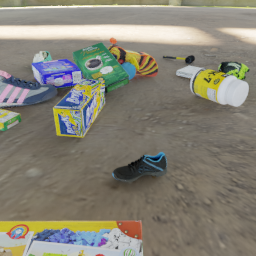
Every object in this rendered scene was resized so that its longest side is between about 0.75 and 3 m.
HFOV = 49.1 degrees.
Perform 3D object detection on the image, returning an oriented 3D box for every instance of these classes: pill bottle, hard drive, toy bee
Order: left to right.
[{"bbox_3d":[-0.182,-2.701,10.992,2.966,1.612,1.942,-20,34,-34],"label":"toy bee"},{"bbox_3d":[3.005,-2.227,11.567,1.689,0.222,1.114,22,35,36],"label":"hard drive"},{"bbox_3d":[2.938,-1.324,9.086,0.953,0.953,1.667,-19,33,-32],"label":"pill bottle"}]

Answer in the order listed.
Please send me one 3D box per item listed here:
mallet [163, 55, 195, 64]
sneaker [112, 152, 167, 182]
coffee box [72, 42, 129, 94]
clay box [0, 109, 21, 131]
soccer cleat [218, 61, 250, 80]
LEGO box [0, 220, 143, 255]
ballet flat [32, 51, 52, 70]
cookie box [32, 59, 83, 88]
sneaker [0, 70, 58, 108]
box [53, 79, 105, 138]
[{"bbox_3d":[2.515,-3.462,13.843,1.647,0.339,0.542,20,34,40],"label":"mallet"},{"bbox_3d":[0.240,0.759,5.686,1.159,0.475,0.424,-9,30,-16],"label":"sneaker"},{"bbox_3d":[-0.996,-2.163,10.084,1.279,0.457,2.079,-27,61,-18],"label":"coffee box"},{"bbox_3d":[-3.669,-0.273,7.829,1.152,0.274,0.662,12,30,21],"label":"clay box"},{"bbox_3d":[3.777,-2.085,10.592,0.991,0.825,2.444,34,33,25],"label":"soccer cleat"},{"bbox_3d":[-1.135,1.992,2.779,2.630,1.015,1.959,0,28,-1],"label":"LEGO box"},{"bbox_3d":[-3.959,-3.088,12.677,0.640,0.669,1.900,-8,28,4],"label":"ballet flat"},{"bbox_3d":[-2.760,-2.125,10.893,1.497,0.657,1.750,-14,31,-25],"label":"cookie box"},{"bbox_3d":[-3.609,-1.303,8.908,2.618,1.074,0.919,-10,30,-18],"label":"sneaker"},{"bbox_3d":[-1.283,-0.649,7.945,0.756,0.824,2.352,4,28,8],"label":"box"}]
